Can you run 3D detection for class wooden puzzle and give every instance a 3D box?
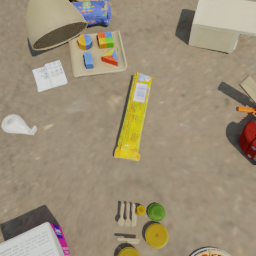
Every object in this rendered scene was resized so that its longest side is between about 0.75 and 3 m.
[{"bbox_3d":[-1.030,-2.538,9.261,1.790,0.414,1.658,-10,68,-4],"label":"wooden puzzle"}]

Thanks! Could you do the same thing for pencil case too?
[{"bbox_3d":[-1.629,-3.846,9.562,2.149,0.839,0.933,-7,52,-3],"label":"pencil case"}]

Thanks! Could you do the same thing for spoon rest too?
[{"bbox_3d":[-3.210,-0.043,8.303,1.247,0.378,0.620,18,64,21],"label":"spoon rest"}]

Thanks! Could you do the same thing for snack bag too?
[{"bbox_3d":[-2.555,-1.694,9.078,0.992,0.106,0.935,-19,69,-8],"label":"snack bag"}]

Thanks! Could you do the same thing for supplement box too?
[{"bbox_3d":[-1.807,3.634,6.205,1.355,1.326,2.621,-25,70,-10],"label":"supplement box"}]

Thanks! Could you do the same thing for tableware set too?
[{"bbox_3d":[0.372,2.882,7.110,1.304,0.297,1.935,3,66,-2],"label":"tableware set"}]

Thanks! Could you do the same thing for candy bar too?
[{"bbox_3d":[0.237,-0.449,8.441,0.734,0.326,2.946,12,67,1],"label":"candy bar"}]

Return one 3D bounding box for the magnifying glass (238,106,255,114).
[{"bbox_3d":[4.039,-0.502,8.580,1.318,0.148,0.525,8,68,1],"label":"magnifying glass"}]

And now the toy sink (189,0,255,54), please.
[{"bbox_3d":[3.173,-3.353,9.215,2.037,1.141,1.328,12,68,11],"label":"toy sink"}]

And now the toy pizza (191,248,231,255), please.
[{"bbox_3d":[2.086,3.729,6.747,1.556,0.246,1.556,0,67,0],"label":"toy pizza"}]

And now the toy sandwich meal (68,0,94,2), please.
[{"bbox_3d":[-1.486,-5.056,10.220,1.962,0.672,1.962,3,65,-6],"label":"toy sandwich meal"}]

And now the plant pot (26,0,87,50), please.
[{"bbox_3d":[-2.307,-3.300,8.408,1.815,1.815,1.219,-27,98,-11],"label":"plant pot"}]

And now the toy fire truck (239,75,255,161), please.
[{"bbox_3d":[3.802,-0.243,7.934,1.875,1.371,2.130,-38,61,-13],"label":"toy fire truck"}]
